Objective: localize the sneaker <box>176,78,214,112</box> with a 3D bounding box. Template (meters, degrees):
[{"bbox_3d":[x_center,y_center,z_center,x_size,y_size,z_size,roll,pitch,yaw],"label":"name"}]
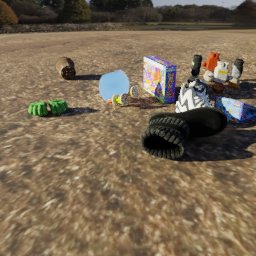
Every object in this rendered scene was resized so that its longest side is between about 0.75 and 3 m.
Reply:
[{"bbox_3d":[3.165,-1.197,11.994,1.065,1.737,2.669,-13,28,-25],"label":"sneaker"}]

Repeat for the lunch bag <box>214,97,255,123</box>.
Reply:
[{"bbox_3d":[4.962,-0.892,12.583,1.892,0.890,1.424,-7,21,-37],"label":"lunch bag"}]

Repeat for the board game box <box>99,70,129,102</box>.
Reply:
[{"bbox_3d":[-0.651,-2.132,14.227,1.743,1.377,0.339,-12,-3,26],"label":"board game box"}]

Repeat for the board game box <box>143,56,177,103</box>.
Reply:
[{"bbox_3d":[1.647,-2.678,15.076,0.621,1.864,2.772,-9,25,-17],"label":"board game box"}]

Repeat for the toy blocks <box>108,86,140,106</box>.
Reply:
[{"bbox_3d":[-0.439,-1.553,14.107,1.693,0.615,1.411,-1,30,48],"label":"toy blocks"}]

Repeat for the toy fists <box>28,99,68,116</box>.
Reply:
[{"bbox_3d":[-3.645,-0.950,12.832,1.769,0.608,0.902,-9,27,-21],"label":"toy fists"}]

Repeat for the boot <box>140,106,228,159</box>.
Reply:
[{"bbox_3d":[2.005,0.149,9.666,3.044,1.145,2.276,-7,16,11],"label":"boot"}]

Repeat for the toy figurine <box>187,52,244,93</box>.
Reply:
[{"bbox_3d":[5.161,-3.219,16.504,2.713,1.888,2.671,-20,37,-39],"label":"toy figurine"}]

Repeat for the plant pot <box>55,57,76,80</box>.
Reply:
[{"bbox_3d":[-4.061,-3.858,18.518,1.321,1.321,1.307,-9,33,-18],"label":"plant pot"}]
